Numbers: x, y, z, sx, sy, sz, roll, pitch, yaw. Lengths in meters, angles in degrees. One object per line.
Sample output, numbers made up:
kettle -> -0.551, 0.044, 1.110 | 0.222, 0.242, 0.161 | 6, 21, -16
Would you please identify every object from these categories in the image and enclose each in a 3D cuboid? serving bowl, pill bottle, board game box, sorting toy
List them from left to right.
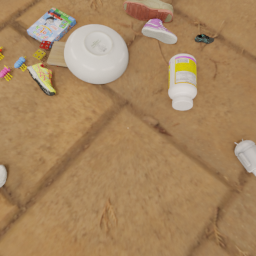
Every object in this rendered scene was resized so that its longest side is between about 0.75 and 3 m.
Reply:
board game box -> -3.549, -4.723, 13.078 | 1.381, 0.334, 1.826 | 33, 71, 13
sorting toy -> -2.859, -3.172, 12.322 | 2.493, 0.422, 1.202 | 9, 67, 6
serving bowl -> -1.283, -3.299, 11.835 | 2.795, 0.919, 2.795 | 4, 71, -11
pill bottle -> 2.209, -1.838, 11.358 | 1.127, 1.127, 2.161 | 4, 67, 2

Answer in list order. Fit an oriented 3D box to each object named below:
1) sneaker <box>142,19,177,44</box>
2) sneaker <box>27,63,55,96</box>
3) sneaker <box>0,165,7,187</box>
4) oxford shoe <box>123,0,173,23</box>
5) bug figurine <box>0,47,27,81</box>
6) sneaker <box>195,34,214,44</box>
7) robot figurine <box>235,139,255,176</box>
sneaker -> 1.588, -4.534, 12.861 | 1.691, 0.613, 0.964 | 25, 65, 11
sneaker -> -3.471, -2.113, 11.724 | 0.817, 0.707, 1.810 | -34, 70, -17
sneaker -> -4.836, 1.960, 9.863 | 0.589, 0.752, 1.513 | 18, 67, 8
oxford shoe -> 0.967, -5.663, 13.279 | 2.416, 0.855, 0.892 | 13, 63, -6
bug figurine -> -5.413, -2.837, 12.157 | 1.870, 0.481, 1.450 | 25, 68, 10
sneaker -> 3.516, -4.078, 12.786 | 0.895, 0.355, 0.337 | 2, 64, -1
robot figurine -> 4.490, 1.041, 10.240 | 1.213, 0.808, 1.430 | -10, 61, -46
